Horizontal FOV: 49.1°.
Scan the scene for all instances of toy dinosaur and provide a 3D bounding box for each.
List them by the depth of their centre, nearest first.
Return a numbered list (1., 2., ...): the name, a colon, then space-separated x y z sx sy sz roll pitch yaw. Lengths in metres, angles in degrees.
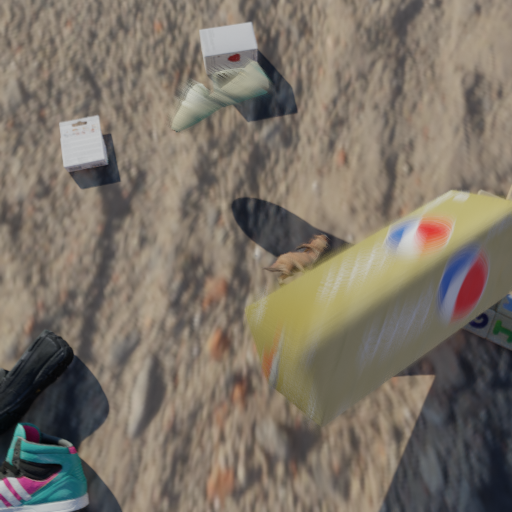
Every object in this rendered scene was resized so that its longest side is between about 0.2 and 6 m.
1. toy dinosaur: 0.699 0.089 9.995 1.219 0.523 0.826 -8 53 1

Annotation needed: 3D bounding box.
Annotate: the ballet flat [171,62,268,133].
1. ballet flat: -0.735 -2.826 9.850 2.022 0.703 0.703 -18 74 23

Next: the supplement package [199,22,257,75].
1. supplement package: -0.551 -4.178 11.308 1.069 0.648 0.640 -10 75 -3

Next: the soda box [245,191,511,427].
1. soda box: 2.106 0.591 8.577 4.412 1.412 1.494 -28 118 -23

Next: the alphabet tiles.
1. alphabet tiles: 5.005 0.204 10.317 2.627 0.119 3.142 24 79 6

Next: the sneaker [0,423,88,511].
1. sneaker: -3.955 3.455 9.027 2.374 0.993 1.433 -3 80 -9

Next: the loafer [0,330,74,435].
1. loafer: -4.109 2.233 9.550 0.773 0.747 2.201 37 73 14

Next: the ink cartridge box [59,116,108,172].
1. ink cartridge box: -3.396 -2.199 11.002 0.811 0.252 1.007 -12 71 -3
